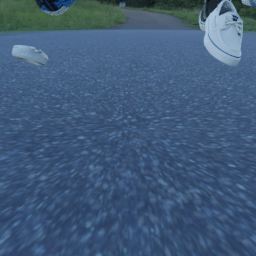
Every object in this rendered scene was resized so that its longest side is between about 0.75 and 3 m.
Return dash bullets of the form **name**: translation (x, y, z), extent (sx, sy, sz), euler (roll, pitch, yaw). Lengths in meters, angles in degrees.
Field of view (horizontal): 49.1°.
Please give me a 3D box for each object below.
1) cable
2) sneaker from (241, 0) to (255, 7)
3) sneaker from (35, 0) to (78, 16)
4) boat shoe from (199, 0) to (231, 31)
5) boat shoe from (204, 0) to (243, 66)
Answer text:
- **cable**: translation (-2.697, -1.994, 7.754), extent (0.958, 0.332, 0.958), euler (14, 0, 14)
- **sneaker**: translation (2.030, -2.541, 4.039), extent (0.590, 1.595, 0.656), euler (10, 5, -25)
- **sneaker**: translation (-1.981, -4.725, 9.414), extent (2.726, 1.022, 1.181), euler (-7, 49, 32)
- **boat shoe**: translation (2.514, -3.753, 7.910), extent (0.855, 0.770, 2.417), euler (5, 59, 35)
- **boat shoe**: translation (1.999, -2.050, 5.763), extent (0.746, 0.663, 2.029), euler (15, 45, -11)
